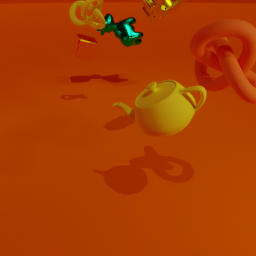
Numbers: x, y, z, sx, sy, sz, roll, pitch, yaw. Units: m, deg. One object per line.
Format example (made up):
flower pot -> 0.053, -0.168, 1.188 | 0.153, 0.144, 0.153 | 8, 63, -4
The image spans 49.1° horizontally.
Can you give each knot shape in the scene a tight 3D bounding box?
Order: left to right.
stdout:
knot shape -> -1.130, -3.557, 8.502 | 1.129, 1.057, 0.522 | 15, 43, -27
knot shape -> 1.589, -1.113, 4.757 | 0.731, 1.581, 1.480 | -42, 23, -4

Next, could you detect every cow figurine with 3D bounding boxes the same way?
cow figurine -> -0.379, -4.007, 11.621 | 1.649, 0.920, 1.676 | -21, 73, -14

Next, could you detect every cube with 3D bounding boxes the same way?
cube -> -1.837, -3.492, 12.141 | 0.801, 0.801, 0.801 | 8, 33, -24

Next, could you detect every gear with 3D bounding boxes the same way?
gear -> 0.946, -2.858, 5.928 | 1.392, 0.257, 1.392 | -33, -3, -2

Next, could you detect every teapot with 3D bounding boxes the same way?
teapot -> 0.504, -0.374, 4.652 | 1.666, 0.816, 1.036 | -11, 34, 35
